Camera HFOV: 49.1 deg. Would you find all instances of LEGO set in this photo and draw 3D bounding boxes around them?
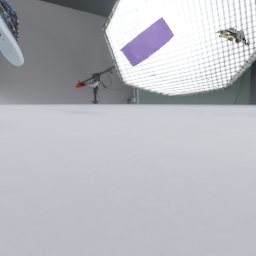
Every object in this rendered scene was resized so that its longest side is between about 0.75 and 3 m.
[{"bbox_3d":[2.441,-2.131,6.341,0.799,0.348,1.230,20,24,4],"label":"LEGO set"}]

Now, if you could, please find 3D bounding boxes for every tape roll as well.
[{"bbox_3d":[0.708,-3.203,10.455,1.965,0.835,1.965,-36,16,12],"label":"tape roll"}]

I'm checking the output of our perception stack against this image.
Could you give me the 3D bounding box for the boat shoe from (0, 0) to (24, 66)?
[{"bbox_3d":[-1.752,-1.436,4.192,0.336,0.949,0.431,-2,36,31],"label":"boat shoe"}]
